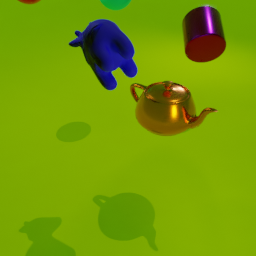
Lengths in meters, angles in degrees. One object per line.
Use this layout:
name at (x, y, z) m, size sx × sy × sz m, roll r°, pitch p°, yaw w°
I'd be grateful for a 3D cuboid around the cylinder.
cylinder at (2.282, -2.820, 8.504) m, size 1.193 × 1.193 × 1.193 m, roll 1°, pitch 62°, yaw 1°

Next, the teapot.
teapot at (0.789, -0.435, 5.401) m, size 1.932 × 0.946 × 1.201 m, roll 27°, pitch 44°, yaw 32°

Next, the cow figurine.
cow figurine at (-0.445, -1.323, 4.458) m, size 0.790 × 1.439 × 1.416 m, roll -32°, pitch 76°, yaw -5°

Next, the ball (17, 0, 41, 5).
ball at (-1.942, -2.781, 5.383) m, size 0.746 × 0.746 × 0.746 m, roll 0°, pitch 36°, yaw 0°

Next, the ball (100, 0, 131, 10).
ball at (-0.339, -3.718, 7.576) m, size 0.988 × 0.988 × 0.988 m, roll 0°, pitch 36°, yaw 0°
